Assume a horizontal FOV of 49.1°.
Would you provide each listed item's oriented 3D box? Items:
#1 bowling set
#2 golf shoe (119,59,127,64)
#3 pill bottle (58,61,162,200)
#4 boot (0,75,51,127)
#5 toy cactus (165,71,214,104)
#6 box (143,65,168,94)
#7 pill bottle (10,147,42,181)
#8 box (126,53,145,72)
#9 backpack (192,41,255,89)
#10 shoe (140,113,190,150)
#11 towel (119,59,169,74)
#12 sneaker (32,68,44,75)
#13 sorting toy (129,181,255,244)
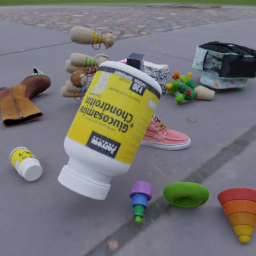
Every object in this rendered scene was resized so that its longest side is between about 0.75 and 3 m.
[{"bbox_3d":[-1.291,-1.758,9.586,1.566,2.917,2.030,4,37,-21],"label":"bowling set"},{"bbox_3d":[-0.458,-2.573,12.473,2.148,0.780,0.989,-36,47,-19],"label":"golf shoe"},{"bbox_3d":[-0.429,0.072,5.907,1.475,2.633,1.475,23,-5,2],"label":"pill bottle"},{"bbox_3d":[-3.672,-1.114,10.392,2.368,0.861,2.515,-17,34,-28],"label":"boot"},{"bbox_3d":[2.490,-1.627,11.256,1.926,1.194,2.334,14,23,5],"label":"toy cactus"},{"bbox_3d":[1.067,-2.136,12.097,1.200,0.379,1.522,10,38,-13],"label":"box"},{"bbox_3d":[-2.584,0.914,7.118,0.546,0.546,0.955,-22,36,-33],"label":"pill bottle"},{"bbox_3d":[0.277,-2.319,10.675,0.537,0.864,0.871,10,30,12],"label":"box"},{"bbox_3d":[4.081,-2.772,12.173,2.204,1.922,2.507,-9,35,-24],"label":"backpack"},{"bbox_3d":[0.899,0.060,8.281,1.916,0.872,0.685,7,30,12],"label":"shoe"},{"bbox_3d":[0.309,-2.882,13.923,2.620,0.442,2.744,19,34,30],"label":"towel"},{"bbox_3d":[-4.139,-2.452,12.842,0.644,0.743,1.676,-7,30,-13],"label":"sneaker"},{"bbox_3d":[1.355,1.723,5.658,2.751,0.954,0.947,5,53,5],"label":"sorting toy"}]
